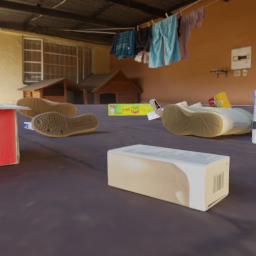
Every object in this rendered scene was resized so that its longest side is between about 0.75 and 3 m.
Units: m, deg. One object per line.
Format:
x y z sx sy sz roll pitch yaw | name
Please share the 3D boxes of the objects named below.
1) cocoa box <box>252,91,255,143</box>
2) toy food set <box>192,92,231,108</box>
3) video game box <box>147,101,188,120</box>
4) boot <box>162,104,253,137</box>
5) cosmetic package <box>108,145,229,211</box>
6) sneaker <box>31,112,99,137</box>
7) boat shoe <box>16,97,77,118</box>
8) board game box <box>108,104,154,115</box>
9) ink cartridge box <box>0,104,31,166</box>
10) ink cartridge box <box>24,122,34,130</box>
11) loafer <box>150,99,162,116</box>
3.701 -0.242 5.981 1.771 1.162 1.181 4 7 33 | cocoa box
3.472 -0.627 12.047 1.231 1.161 2.580 -20 -4 -38 | toy food set
1.861 -0.813 13.073 1.545 0.362 1.407 -17 4 28 | video game box
2.172 -0.240 7.725 1.723 0.807 2.217 -4 8 -33 | boot
0.390 0.456 2.917 1.143 0.406 0.601 5 8 41 | cosmetic package
-1.712 -0.025 7.487 1.868 0.658 0.706 -1 -14 -39 | sneaker
-3.942 -0.870 13.607 2.797 1.025 0.877 9 -2 -19 | boat shoe
0.214 -1.151 17.332 2.756 0.656 1.400 0 6 0 | board game box
-2.621 0.141 3.553 1.878 0.897 2.139 5 8 41 | ink cartridge box
-2.744 -0.081 9.150 0.988 0.201 0.986 -5 7 -38 | ink cartridge box
1.270 -0.870 12.112 0.315 0.877 0.276 -46 15 -30 | loafer
